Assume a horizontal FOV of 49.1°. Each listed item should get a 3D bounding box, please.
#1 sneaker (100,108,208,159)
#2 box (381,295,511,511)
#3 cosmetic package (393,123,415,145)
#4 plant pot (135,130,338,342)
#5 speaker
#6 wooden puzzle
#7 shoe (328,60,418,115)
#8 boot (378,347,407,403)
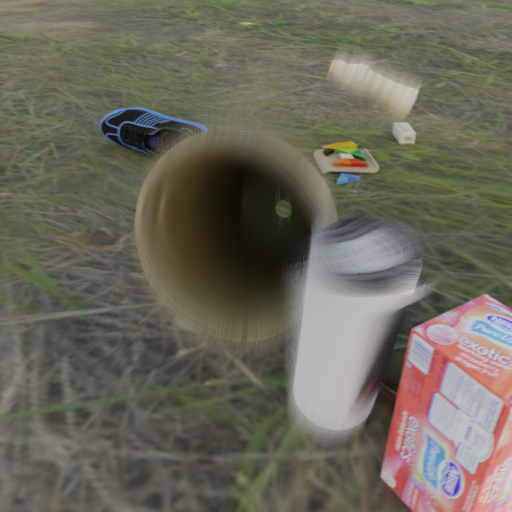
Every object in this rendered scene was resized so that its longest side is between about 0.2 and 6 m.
[{"bbox_3d":[-2.534,-2.880,13.295,2.798,0.981,1.090,9,26,11],"label":"sneaker"},{"bbox_3d":[2.018,1.596,5.247,1.006,2.125,1.090,-18,37,-26],"label":"box"},{"bbox_3d":[3.763,-3.122,14.285,0.382,0.322,0.739,-1,33,-1],"label":"cosmetic package"},{"bbox_3d":[0.047,-0.446,7.764,2.630,2.630,2.282,13,18,19],"label":"plant pot"},{"bbox_3d":[0.943,0.818,5.847,1.002,2.467,1.002,1,46,-1],"label":"speaker"},{"bbox_3d":[2.056,-2.251,13.006,1.405,0.243,2.082,-7,34,-11],"label":"wooden puzzle"},{"bbox_3d":[2.128,-3.187,10.215,1.744,0.466,0.610,34,26,14],"label":"shoe"},{"bbox_3d":[3.111,1.101,6.453,3.419,1.657,1.277,5,33,8],"label":"boot"}]
